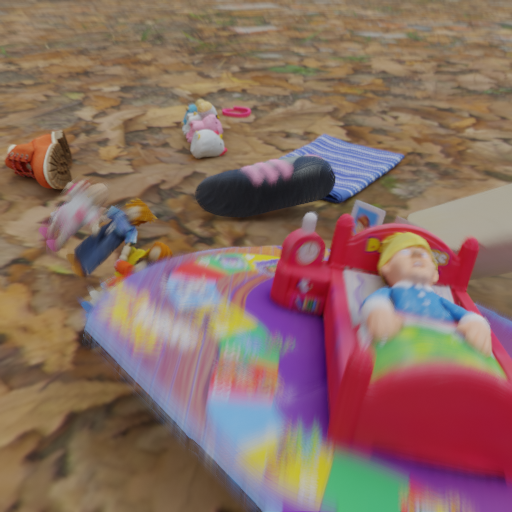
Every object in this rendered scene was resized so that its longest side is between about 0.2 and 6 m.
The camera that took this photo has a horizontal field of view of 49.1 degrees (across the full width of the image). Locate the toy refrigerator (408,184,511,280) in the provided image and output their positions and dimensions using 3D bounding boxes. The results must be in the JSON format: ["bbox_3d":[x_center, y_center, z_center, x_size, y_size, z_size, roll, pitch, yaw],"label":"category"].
[{"bbox_3d":[2.962,-0.331,6.590,2.239,0.850,0.783,-18,53,46],"label":"toy refrigerator"}]

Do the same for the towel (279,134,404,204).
[{"bbox_3d":[1.487,-1.820,11.131,1.979,0.326,2.734,21,37,30],"label":"towel"}]

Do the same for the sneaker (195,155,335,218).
[{"bbox_3d":[0.142,-1.210,9.414,2.289,0.803,0.939,-6,27,2],"label":"sneaker"}]

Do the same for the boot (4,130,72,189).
[{"bbox_3d":[-4.164,-1.724,10.619,1.189,0.832,2.217,-14,28,-11],"label":"boot"}]

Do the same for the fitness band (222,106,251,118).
[{"bbox_3d":[-0.510,-3.718,14.496,0.769,0.144,0.552,12,33,21],"label":"fitness band"}]

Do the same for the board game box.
[{"bbox_3d":[1.230,0.478,4.917,4.291,1.057,5.431,-9,27,-40],"label":"board game box"}]

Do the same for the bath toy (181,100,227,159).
[{"bbox_3d":[-1.101,-2.777,12.342,0.766,0.901,2.072,13,30,-23],"label":"bath toy"}]

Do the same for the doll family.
[{"bbox_3d":[-1.707,-0.083,6.902,1.184,0.859,1.907,-39,70,7],"label":"doll family"}]
